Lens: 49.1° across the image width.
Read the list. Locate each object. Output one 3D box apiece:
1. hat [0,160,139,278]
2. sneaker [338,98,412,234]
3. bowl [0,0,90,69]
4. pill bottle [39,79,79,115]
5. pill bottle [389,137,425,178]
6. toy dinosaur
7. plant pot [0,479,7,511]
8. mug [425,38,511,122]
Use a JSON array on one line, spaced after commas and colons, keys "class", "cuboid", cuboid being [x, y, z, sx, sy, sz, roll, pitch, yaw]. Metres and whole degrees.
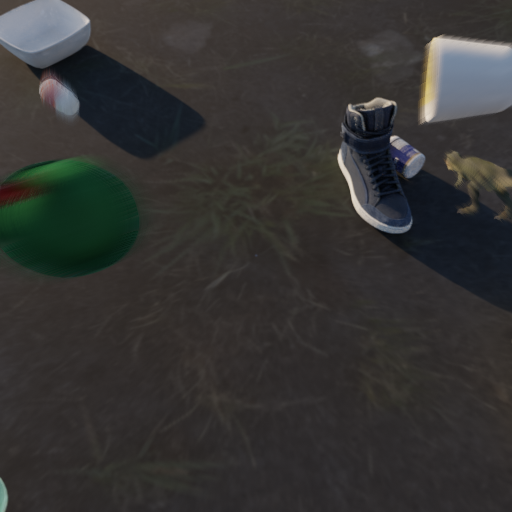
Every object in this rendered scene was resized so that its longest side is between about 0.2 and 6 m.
[{"class": "hat", "cuboid": [-2.564, -1.120, 7.641, 2.156, 2.291, 2.603, 1, 54, -19]}, {"class": "sneaker", "cuboid": [2.274, -1.771, 10.426, 0.947, 1.799, 2.490, -14, 56, -13]}, {"class": "bowl", "cuboid": [-5.228, -5.402, 13.772, 1.965, 0.735, 1.968, 36, 60, 24]}, {"class": "pill bottle", "cuboid": [-2.778, -2.238, 7.928, 0.552, 0.315, 0.315, 38, 62, 24]}, {"class": "pill bottle", "cuboid": [2.877, -2.074, 11.400, 0.555, 0.555, 1.000, -32, 60, -22]}, {"class": "toy dinosaur", "cuboid": [3.392, -0.991, 8.113, 0.471, 0.874, 1.983, -8, 20, -29]}, {"class": "plant pot", "cuboid": [-4.100, 3.405, 6.523, 1.867, 1.867, 1.498, 24, 98, 17]}, {"class": "mug", "cuboid": [2.954, -2.518, 7.657, 1.129, 1.102, 1.376, 2, 74, 12]}]
